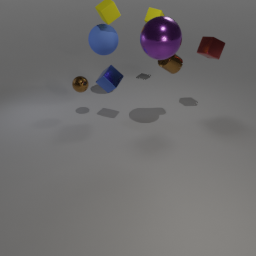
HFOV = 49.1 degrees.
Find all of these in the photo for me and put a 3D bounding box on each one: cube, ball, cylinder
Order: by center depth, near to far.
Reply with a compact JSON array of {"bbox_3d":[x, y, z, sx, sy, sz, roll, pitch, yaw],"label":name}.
[{"bbox_3d":[1.103,-2.997,9.381,1.400,1.400,1.400,0,30,0],"label":"ball"},{"bbox_3d":[1.620,-2.532,10.735,0.700,0.700,0.700,22,13,-38],"label":"cylinder"},{"bbox_3d":[-0.740,-1.969,11.294,0.700,0.700,0.700,-20,36,55],"label":"cube"},{"bbox_3d":[3.377,-3.267,11.419,0.700,0.700,0.700,14,12,-28],"label":"cube"},{"bbox_3d":[-2.022,-1.856,11.906,0.700,0.700,0.700,0,30,0],"label":"ball"},{"bbox_3d":[-0.867,-5.035,12.080,0.700,0.700,0.700,-37,47,0],"label":"cube"},{"bbox_3d":[-1.141,-4.107,13.043,1.400,1.400,1.400,0,30,0],"label":"ball"},{"bbox_3d":[1.342,-5.565,14.180,0.700,0.700,0.700,23,7,18],"label":"cube"}]
